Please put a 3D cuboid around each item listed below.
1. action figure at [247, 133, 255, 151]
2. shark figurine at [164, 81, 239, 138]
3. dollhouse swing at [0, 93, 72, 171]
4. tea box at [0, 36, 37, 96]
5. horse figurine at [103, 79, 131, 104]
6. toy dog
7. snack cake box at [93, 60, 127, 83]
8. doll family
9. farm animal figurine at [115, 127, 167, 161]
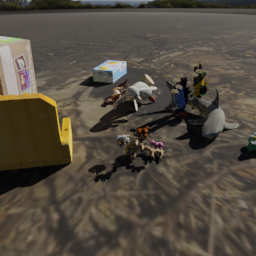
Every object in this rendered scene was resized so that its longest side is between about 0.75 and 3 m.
[{"bbox_3d":[4.241,0.241,8.174,2.161,0.591,1.276,-20,37,-27],"label":"action figure"},{"bbox_3d":[2.590,-0.827,9.487,1.828,1.277,3.059,-8,31,-18],"label":"shark figurine"},{"bbox_3d":[-2.782,-0.168,7.201,2.451,2.154,2.227,-5,28,-8],"label":"dollhouse swing"},{"bbox_3d":[-4.788,-1.841,9.964,2.482,2.523,1.686,11,29,20],"label":"tea box"},{"bbox_3d":[-0.332,-1.435,11.362,1.061,0.400,1.601,-16,32,20],"label":"horse figurine"},{"bbox_3d":[0.518,-1.195,10.444,1.048,1.436,2.177,44,41,-1],"label":"toy dog"},{"bbox_3d":[-0.873,-2.839,13.952,1.058,0.618,1.840,8,29,18],"label":"snack cake box"},{"bbox_3d":[2.164,-1.295,9.823,2.146,1.241,0.842,-35,47,-13],"label":"doll family"},{"bbox_3d":[0.372,0.447,7.559,1.124,1.137,0.593,-26,27,13],"label":"farm animal figurine"}]
